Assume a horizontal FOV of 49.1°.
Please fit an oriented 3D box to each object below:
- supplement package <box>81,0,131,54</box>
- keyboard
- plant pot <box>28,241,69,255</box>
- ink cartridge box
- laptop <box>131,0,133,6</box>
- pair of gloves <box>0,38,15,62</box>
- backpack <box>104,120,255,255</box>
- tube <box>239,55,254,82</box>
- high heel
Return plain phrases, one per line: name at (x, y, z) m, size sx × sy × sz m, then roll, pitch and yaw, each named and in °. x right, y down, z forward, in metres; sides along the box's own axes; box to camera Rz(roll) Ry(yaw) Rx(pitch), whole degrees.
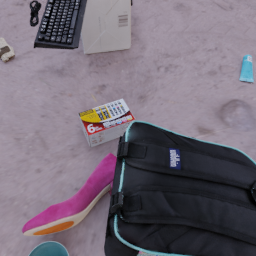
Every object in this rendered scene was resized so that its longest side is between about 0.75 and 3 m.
supplement package at (-0.953, -4.322, 9.889) m, size 1.747 × 2.271 × 2.375 m, roll -9°, pitch 51°, yaw -7°
keyboard at (-1.382, -2.180, 5.315) m, size 1.077 × 0.230 × 1.794 m, roll 3°, pitch 57°, yaw -1°
plant pot at (-1.473, 2.651, 5.318) m, size 0.807 × 0.543 × 0.807 m, roll 0°, pitch 51°, yaw 0°
ink cartridge box at (-0.628, -0.251, 7.681) m, size 1.325 × 0.556 × 1.163 m, roll -20°, pitch 53°, yaw -15°
laptop at (-0.469, -5.833, 12.560) m, size 1.180 × 0.687 × 1.331 m, roll -6°, pitch 25°, yaw -5°
pair of gloves at (-4.726, -2.560, 9.777) m, size 1.415 × 0.248 × 1.203 m, roll -34°, pitch 62°, yaw -22°
backpack at (1.102, 1.456, 5.179) m, size 2.867 × 2.198 × 2.520 m, roll 7°, pitch 48°, yaw -1°
tube at (3.949, -1.957, 9.284) m, size 0.439 × 0.285 × 1.133 m, roll 8°, pitch 55°, yaw 16°
high heel at (-1.124, 1.380, 6.088) m, size 2.495 × 0.840 × 1.197 m, roll -19°, pitch 63°, yaw -21°
